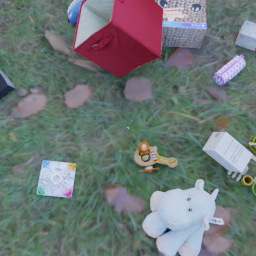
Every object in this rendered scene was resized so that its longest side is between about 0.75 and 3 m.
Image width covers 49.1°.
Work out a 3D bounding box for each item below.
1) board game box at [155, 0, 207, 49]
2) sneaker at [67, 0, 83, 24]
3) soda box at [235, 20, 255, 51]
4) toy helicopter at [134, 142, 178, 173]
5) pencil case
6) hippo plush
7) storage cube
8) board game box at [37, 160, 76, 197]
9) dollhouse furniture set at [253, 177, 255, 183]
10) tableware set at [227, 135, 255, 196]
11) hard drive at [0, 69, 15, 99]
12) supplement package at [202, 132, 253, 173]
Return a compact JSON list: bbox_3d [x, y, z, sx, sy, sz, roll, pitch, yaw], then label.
[{"bbox_3d":[2.014,-4.537,11.141,1.918,1.165,2.406,3,68,2],"label":"board game box"},{"bbox_3d":[-1.402,-4.829,11.415,2.314,0.909,1.032,-31,69,-12],"label":"sneaker"},{"bbox_3d":[5.407,-3.391,10.951,2.151,0.682,0.734,22,70,8],"label":"soda box"},{"bbox_3d":[0.907,1.089,9.252,1.462,0.577,0.967,13,69,0],"label":"toy helicopter"},{"bbox_3d":[3.832,-2.175,10.524,1.362,0.582,0.572,-41,73,-14],"label":"pencil case"},{"bbox_3d":[1.710,2.600,7.822,2.542,2.044,2.025,-2,68,-1],"label":"hippo plush"},{"bbox_3d":[-0.287,-3.477,9.731,2.243,2.133,2.496,24,61,-37],"label":"storage cube"},{"bbox_3d":[-2.334,1.650,9.161,1.119,0.145,1.119,6,70,-4],"label":"board game box"},{"bbox_3d":[4.248,1.249,8.121,0.715,1.076,0.943,-26,57,-32],"label":"dollhouse furniture set"},{"bbox_3d":[4.496,1.137,9.332,1.507,0.343,2.237,38,73,14],"label":"tableware set"},{"bbox_3d":[-5.194,-1.800,10.486,1.159,0.364,1.718,-41,74,-15],"label":"hard drive"},{"bbox_3d":[3.189,0.769,8.993,1.225,0.743,0.734,38,79,-13],"label":"supplement package"}]
